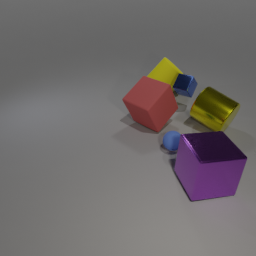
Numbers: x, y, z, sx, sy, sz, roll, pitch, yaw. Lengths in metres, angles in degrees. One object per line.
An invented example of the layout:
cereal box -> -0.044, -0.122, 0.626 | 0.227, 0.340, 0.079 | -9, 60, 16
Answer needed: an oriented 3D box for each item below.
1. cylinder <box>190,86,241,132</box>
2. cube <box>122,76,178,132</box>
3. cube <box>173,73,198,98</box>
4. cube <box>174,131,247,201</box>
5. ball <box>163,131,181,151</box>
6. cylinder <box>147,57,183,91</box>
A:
cylinder -> 3.396, -0.696, 10.985 | 1.400, 1.400, 1.400 | 37, 44, 24
cube -> 0.904, -0.963, 11.087 | 1.400, 1.400, 1.400 | 28, 69, 39
cube -> 2.439, -1.809, 11.936 | 0.700, 0.700, 0.700 | 21, -8, 34
cube -> 2.329, 1.063, 8.189 | 1.400, 1.400, 1.400 | -4, 32, -12
ball -> 1.562, 0.444, 9.755 | 0.700, 0.700, 0.700 | 0, 30, 0
cylinder -> 1.794, -2.411, 13.483 | 1.400, 1.400, 1.400 | 38, 19, -16
